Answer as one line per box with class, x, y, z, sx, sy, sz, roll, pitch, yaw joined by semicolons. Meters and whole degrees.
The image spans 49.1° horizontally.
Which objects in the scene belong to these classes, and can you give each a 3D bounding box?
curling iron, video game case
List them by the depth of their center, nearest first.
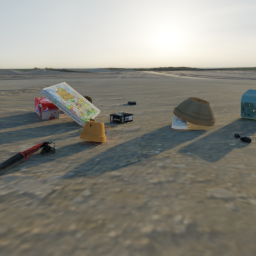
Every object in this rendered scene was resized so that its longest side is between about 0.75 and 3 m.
curling iron;-2.786;0.774;7.618;0.592;0.305;2.389;6;14;22
video game case;-2.513;-1.160;12.847;2.331;0.282;2.561;39;18;-3

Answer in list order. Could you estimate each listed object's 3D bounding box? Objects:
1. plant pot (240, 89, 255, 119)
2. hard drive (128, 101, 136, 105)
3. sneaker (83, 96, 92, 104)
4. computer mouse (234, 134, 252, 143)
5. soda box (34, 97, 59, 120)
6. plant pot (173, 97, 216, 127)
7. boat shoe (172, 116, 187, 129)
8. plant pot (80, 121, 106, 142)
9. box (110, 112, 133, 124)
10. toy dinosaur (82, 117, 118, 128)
plant pot;6.083;-1.033;13.433;1.363;1.338;1.334;-21;23;-37
hard drive;0.261;-1.652;18.537;0.538;0.127;0.771;-1;13;-2
sneaker;-2.984;-1.478;16.370;0.824;0.769;2.182;6;14;28
computer mouse;4.049;0.320;9.902;0.294;0.171;1.004;-3;13;-7
soda box;-4.223;-1.064;14.481;0.889;0.806;2.541;-6;15;-24
plant pot;2.870;-0.774;11.760;1.800;0.831;1.800;12;19;-4
boat shoe;2.205;-0.352;11.823;0.636;0.605;1.767;3;13;13
plant pot;-1.154;0.100;9.461;0.884;0.619;0.884;9;3;0
box;-0.303;-0.469;12.875;0.695;0.365;0.849;11;17;42
toy dinosaur;-1.245;-0.046;11.273;1.468;0.443;0.780;-7;40;-33
